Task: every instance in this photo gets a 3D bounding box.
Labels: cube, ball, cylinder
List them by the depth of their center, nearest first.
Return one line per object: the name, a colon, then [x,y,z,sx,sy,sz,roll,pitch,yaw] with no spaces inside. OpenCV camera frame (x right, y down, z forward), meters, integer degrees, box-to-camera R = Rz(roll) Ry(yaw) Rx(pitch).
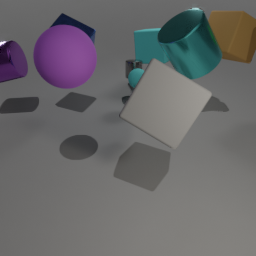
cube: [0.816,-0.596,6.337,1.400,1.400,1.400,31,14,0]
ball: [-1.411,-1.597,6.354,1.400,1.400,1.400,0,32,0]
cylinder: [1.750,-2.338,7.915,1.400,1.400,1.400,-25,39,22]
ball: [0.355,-1.776,10.045,0.700,0.700,0.700,0,32,0]
cube: [3.705,-3.268,10.075,1.400,1.400,1.400,9,14,-36]
cube: [-2.166,-3.011,10.339,1.400,1.400,1.400,27,65,1]
cylinder: [-4.797,-2.476,10.678,1.400,1.400,1.400,-12,31,7]
cylinder: [0.242,-2.425,11.543,0.700,0.700,0.700,0,23,0]
cube: [1.204,-3.708,12.602,1.400,1.400,1.400,5,23,24]
